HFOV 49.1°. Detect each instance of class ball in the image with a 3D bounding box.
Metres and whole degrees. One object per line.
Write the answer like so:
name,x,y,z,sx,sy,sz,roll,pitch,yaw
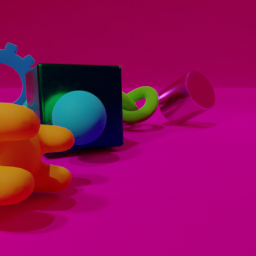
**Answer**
ball,-0.679,-0.143,3.930,0.752,0.752,0.752,0,9,0

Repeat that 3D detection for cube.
cube,-0.992,-0.367,5.006,1.372,1.372,1.372,-5,7,-27

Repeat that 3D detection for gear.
gear,-3.142,-1.058,6.872,2.038,2.038,0.377,-3,13,-17

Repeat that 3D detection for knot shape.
knot shape,-0.366,-0.530,7.222,1.894,0.935,2.024,-8,3,-34

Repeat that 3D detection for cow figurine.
cow figurine,-1.526,0.210,2.448,1.717,0.958,1.745,1,-9,10

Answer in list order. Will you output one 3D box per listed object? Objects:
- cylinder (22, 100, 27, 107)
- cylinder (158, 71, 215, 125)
cylinder,-1.961,-0.362,6.165,0.704,0.704,0.704,-5,-5,-29
cylinder,1.588,-0.804,7.674,1.126,1.126,1.126,-7,-16,-39
